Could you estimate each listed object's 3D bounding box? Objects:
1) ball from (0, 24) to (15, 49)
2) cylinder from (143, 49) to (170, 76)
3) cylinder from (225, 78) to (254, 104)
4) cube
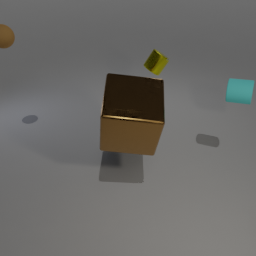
[{"bbox_3d":[-3.778,-2.750,8.409,0.700,0.700,0.700,0,31,0],"label":"ball"},{"bbox_3d":[1.033,-2.383,10.158,0.700,0.700,0.700,30,22,-13],"label":"cylinder"},{"bbox_3d":[3.302,-1.084,8.275,0.700,0.700,0.700,10,32,22],"label":"cylinder"},{"bbox_3d":[0.080,-0.311,6.909,1.400,1.400,1.400,6,54,-2],"label":"cube"}]
